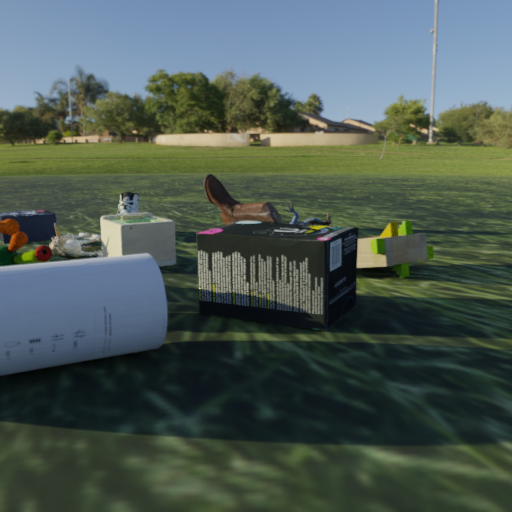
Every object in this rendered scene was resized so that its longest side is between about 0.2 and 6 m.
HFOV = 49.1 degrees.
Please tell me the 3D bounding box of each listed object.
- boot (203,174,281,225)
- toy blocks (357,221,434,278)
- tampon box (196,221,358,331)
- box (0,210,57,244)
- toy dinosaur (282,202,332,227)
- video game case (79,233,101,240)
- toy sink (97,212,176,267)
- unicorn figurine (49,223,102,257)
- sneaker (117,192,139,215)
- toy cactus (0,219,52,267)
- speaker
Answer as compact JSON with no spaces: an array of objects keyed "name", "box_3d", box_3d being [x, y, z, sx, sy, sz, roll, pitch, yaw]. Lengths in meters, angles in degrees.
[{"name":"boot","box_3d":[-0.307,-1.345,14.203,1.856,1.730,0.596,10,54,42]},{"name":"toy blocks","box_3d":[2.025,-0.083,9.547,1.230,0.899,1.800,-4,1,45]},{"name":"tampon box","box_3d":[0.294,0.175,7.124,1.713,1.081,1.284,5,12,25]},{"name":"box","box_3d":[-5.337,-0.693,12.941,1.187,0.618,1.081,-8,14,-34]},{"name":"toy dinosaur","box_3d":[1.014,-0.472,12.641,1.444,0.836,1.592,-14,-34,10]},{"name":"video game case","box_3d":[-3.021,-0.339,11.819,0.953,0.124,1.047,8,1,36]},{"name":"toy sink","box_3d":[-2.241,-0.316,10.235,1.006,0.865,1.543,-7,12,-31]},{"name":"unicorn figurine","box_3d":[-3.546,-0.209,10.791,1.064,0.572,1.549,-7,-6,-38]},{"name":"sneaker","box_3d":[-3.226,-0.986,13.319,0.690,1.052,1.829,0,11,3]},{"name":"toy cactus","box_3d":[-4.271,0.111,8.262,2.375,1.214,1.959,-7,-6,-20]},{"name":"speaker","box_3d":[-2.128,0.577,5.192,2.508,1.019,1.019,-6,12,-28]}]
